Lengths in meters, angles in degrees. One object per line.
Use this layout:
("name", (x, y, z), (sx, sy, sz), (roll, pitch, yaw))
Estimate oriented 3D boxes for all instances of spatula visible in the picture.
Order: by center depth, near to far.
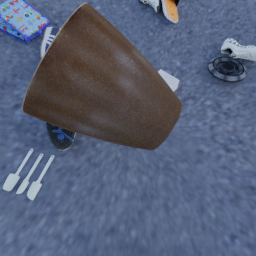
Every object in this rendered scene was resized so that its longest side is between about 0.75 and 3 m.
("spatula", (-2.696, 1.209, 7.718), (0.950, 0.110, 1.366), (16, 59, 11))

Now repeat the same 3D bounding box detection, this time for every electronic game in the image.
("electronic game", (3.428, -2.034, 9.680), (1.331, 0.277, 1.331), (2, 50, -3))

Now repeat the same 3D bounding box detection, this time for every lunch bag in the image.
("lunch bag", (-4.017, -4.104, 10.786), (1.781, 0.838, 1.341), (32, 60, 8))

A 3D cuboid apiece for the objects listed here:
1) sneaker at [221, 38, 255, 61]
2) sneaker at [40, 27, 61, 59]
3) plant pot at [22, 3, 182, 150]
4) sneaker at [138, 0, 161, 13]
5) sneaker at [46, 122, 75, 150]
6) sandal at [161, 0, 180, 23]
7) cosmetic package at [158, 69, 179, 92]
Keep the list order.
("sneaker", (4.016, -2.654, 9.929), (1.489, 0.560, 0.604), (28, 58, 25))
("sneaker", (-2.369, -2.859, 9.928), (1.188, 0.767, 2.189), (-4, 55, 0))
("plant pot", (-0.295, -0.641, 5.367), (2.441, 2.281, 2.281), (31, 59, -10))
("sneaker", (0.883, -5.220, 11.658), (0.868, 0.569, 1.508), (-11, 54, 7))
("sneaker", (-2.000, -0.470, 8.391), (0.892, 0.907, 2.356), (-8, 75, -7))
("sandal", (1.808, -5.275, 11.349), (0.916, 0.685, 2.391), (12, 56, -35))
("cosmetic package", (0.793, -1.023, 8.922), (0.764, 0.469, 1.851), (34, 64, 20))
